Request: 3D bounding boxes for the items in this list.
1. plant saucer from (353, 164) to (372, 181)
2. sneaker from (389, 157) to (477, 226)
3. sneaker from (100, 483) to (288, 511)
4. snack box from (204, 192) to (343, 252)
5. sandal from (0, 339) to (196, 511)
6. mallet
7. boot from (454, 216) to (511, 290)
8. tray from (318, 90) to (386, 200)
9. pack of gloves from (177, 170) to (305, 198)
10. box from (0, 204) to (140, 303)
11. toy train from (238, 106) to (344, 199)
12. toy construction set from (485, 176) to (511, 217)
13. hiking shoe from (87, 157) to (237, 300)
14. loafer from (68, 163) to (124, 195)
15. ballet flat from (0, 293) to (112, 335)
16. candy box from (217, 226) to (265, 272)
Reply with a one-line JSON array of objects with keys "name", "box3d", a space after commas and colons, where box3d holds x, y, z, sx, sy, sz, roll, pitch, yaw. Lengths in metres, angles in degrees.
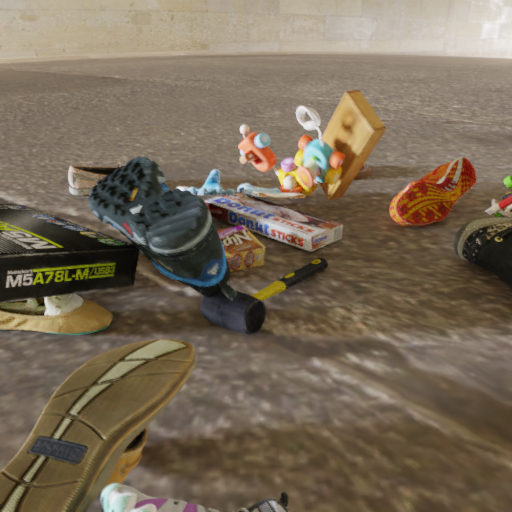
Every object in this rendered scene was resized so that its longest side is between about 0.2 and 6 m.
[{"name": "plant saucer", "box3d": [2.500, -2.380, 15.411, 1.363, 0.235, 1.363, 0, 24, 0]}, {"name": "sneaker", "box3d": [3.871, -1.299, 12.566, 2.832, 1.034, 1.092, -28, 1, -35]}, {"name": "sneaker", "box3d": [-0.270, 2.393, 4.813, 2.015, 0.783, 1.410, 29, 35, 30]}, {"name": "snack box", "box3d": [0.296, -0.772, 11.808, 2.973, 0.362, 1.069, 21, 30, 38]}, {"name": "sandal", "box3d": [-1.662, 1.989, 5.657, 1.226, 0.824, 3.053, 7, 40, 26]}, {"name": "mallet", "box3d": [0.212, 0.490, 9.138, 0.924, 0.577, 2.805, 10, 22, 29]}, {"name": "boot", "box3d": [5.160, 0.000, 9.484, 2.877, 1.038, 2.173, -10, 29, -7]}, {"name": "tray", "box3d": [1.915, -2.381, 12.349, 0.426, 2.299, 1.134, -15, 65, -27]}, {"name": "pack of gloves", "box3d": [-0.469, -1.615, 12.407, 2.364, 0.555, 2.814, -1, 8, -14]}, {"name": "box", "box3d": [-3.981, -0.164, 8.363, 3.245, 0.771, 3.134, 18, 10, 31]}, {"name": "toy train", "box3d": [0.621, -2.158, 12.627, 0.808, 2.183, 2.907, -48, 18, -24]}, {"name": "toy construction set", "box3d": [5.330, -0.936, 11.368, 1.900, 1.460, 1.585, 4, 65, -32]}, {"name": "hiking shoe", "box3d": [-1.599, -0.445, 8.819, 1.306, 1.523, 3.512, -34, 36, -11]}, {"name": "loafer", "box3d": [-3.552, -2.012, 14.058, 2.241, 0.704, 0.805, -11, 28, -22]}, {"name": "ballet flat", "box3d": [-3.209, 0.766, 8.240, 2.117, 0.667, 0.726, 0, 27, -1]}, {"name": "candy box", "box3d": [-0.697, -0.067, 10.151, 1.513, 0.427, 0.883, -13, 36, -26]}]
